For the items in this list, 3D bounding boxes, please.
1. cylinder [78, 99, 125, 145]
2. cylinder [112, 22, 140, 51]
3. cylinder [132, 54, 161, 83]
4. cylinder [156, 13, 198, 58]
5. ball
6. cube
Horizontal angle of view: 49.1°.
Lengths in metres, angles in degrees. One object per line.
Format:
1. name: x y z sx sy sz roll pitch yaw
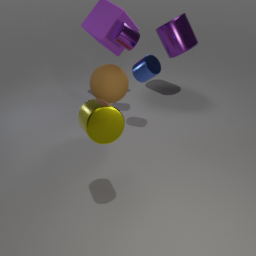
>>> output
1. cylinder: -0.500 -0.134 5.135 0.700 0.700 0.700 -12 21 -18
2. cylinder: -0.062 -3.130 9.592 0.700 0.700 0.700 27 21 -27
3. cylinder: 0.605 -1.934 9.170 0.700 0.700 0.700 -31 4 -40
4. cylinder: 2.118 -3.980 12.141 1.400 1.400 1.400 -28 15 8
5. ball: -0.672 -1.585 10.063 1.400 1.400 1.400 0 32 0
6. cube: -0.705 -4.023 11.221 1.400 1.400 1.400 42 7 30
